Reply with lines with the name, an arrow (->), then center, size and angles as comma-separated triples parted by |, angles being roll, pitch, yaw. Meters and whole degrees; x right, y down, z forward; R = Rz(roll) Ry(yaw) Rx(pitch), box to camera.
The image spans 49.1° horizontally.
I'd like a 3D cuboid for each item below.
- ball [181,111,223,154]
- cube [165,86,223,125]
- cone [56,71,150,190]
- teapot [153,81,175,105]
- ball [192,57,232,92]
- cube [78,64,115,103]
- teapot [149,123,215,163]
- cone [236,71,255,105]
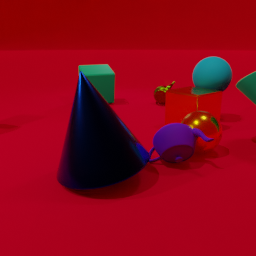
ball -> 1.514, 0.086, 5.890 | 0.899, 0.899, 0.899 | 0, 17, 0
cube -> 1.721, -0.477, 7.444 | 1.061, 1.061, 1.061 | -14, 22, -38
cone -> -0.584, -0.126, 4.628 | 1.634, 1.641, 1.634 | -11, 18, 3
teapot -> 1.341, -1.269, 10.324 | 0.705, 1.134, 0.555 | 43, 39, 5
ball -> 2.423, -1.496, 8.084 | 1.095, 1.095, 1.095 | 0, 17, 0
cube -> -1.204, -1.668, 10.650 | 1.172, 1.172, 1.172 | -6, 31, -16
teapot -> 0.939, 0.322, 5.267 | 1.343, 0.835, 0.658 | -26, 47, 22
cone -> 3.080, -0.469, 5.692 | 1.340, 1.345, 1.340 | -13, -11, -3
